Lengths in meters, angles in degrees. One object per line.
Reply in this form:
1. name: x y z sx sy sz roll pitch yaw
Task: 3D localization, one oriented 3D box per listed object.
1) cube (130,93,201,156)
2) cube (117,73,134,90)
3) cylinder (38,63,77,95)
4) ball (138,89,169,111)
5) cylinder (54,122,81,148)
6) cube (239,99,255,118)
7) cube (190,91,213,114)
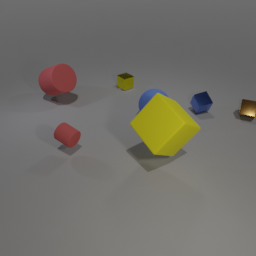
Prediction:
1. cube: 1.221 -0.066 9.164 1.400 1.400 1.400 12 35 -56
2. cube: -0.152 -2.639 15.856 0.700 0.700 0.700 -23 41 -33
3. cylinder: -3.483 -2.371 13.838 1.400 1.400 1.400 -28 18 -38
4. ball: 1.165 -1.036 12.399 1.400 1.400 1.400 0 31 0
5. cylinder: -2.189 0.257 10.120 0.700 0.700 0.700 30 40 18
6. cube: 5.482 -0.877 12.726 0.700 0.700 0.700 14 3 22
7. cube: 3.443 -1.188 13.159 0.700 0.700 0.700 -17 66 -10
